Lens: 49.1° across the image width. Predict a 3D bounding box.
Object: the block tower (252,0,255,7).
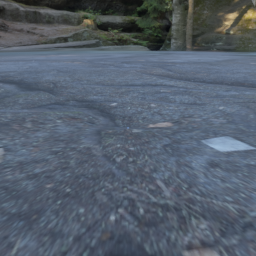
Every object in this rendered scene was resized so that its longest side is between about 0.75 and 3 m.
[{"bbox_3d":[2.819,-3.249,5.856,0.618,0.662,2.288,-7,59,7],"label":"block tower"}]
